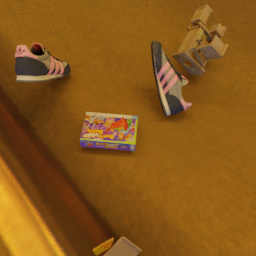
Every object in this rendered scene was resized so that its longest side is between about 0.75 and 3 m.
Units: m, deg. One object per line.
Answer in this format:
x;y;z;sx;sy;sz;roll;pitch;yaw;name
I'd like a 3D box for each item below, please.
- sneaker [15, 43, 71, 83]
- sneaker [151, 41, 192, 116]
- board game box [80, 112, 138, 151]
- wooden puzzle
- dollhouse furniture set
-2.583;-2.132;8.902;0.959;1.121;2.732;2;18;10;sneaker
1.345;-1.635;8.872;0.986;0.843;2.403;-13;95;5;sneaker
-0.536;0.090;8.426;1.608;0.360;1.081;5;52;2;board game box
-0.173;2.817;6.268;0.835;1.238;0.145;-36;29;-2;wooden puzzle
2.897;-3.040;9.339;1.201;1.911;2.161;35;77;-27;dollhouse furniture set
